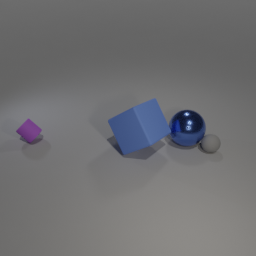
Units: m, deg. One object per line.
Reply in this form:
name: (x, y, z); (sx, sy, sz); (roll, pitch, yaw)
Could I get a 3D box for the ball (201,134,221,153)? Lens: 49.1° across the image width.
ball: (3.077, 0.566, 10.412); (0.700, 0.700, 0.700); (0, 31, 0)

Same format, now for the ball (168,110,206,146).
ball: (2.240, -0.001, 10.654); (1.400, 1.400, 1.400); (0, 31, 0)

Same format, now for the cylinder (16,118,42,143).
cylinder: (-3.851, 0.104, 10.910); (0.700, 0.700, 0.700); (-42, 16, 15)

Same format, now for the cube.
cube: (0.421, -0.057, 10.097); (1.400, 1.400, 1.400); (-24, 2, 42)
